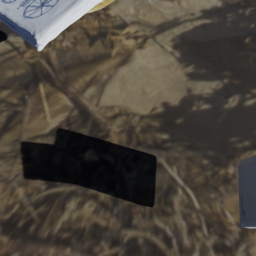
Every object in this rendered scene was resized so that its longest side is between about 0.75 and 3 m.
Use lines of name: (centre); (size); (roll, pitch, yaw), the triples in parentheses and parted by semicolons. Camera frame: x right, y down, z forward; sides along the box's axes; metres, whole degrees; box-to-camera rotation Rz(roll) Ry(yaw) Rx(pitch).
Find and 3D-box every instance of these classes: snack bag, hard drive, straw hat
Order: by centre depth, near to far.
snack bag: (-0.839, -2.099, 3.985); (2.172, 0.233, 2.048); (-44, 49, -10)
hard drive: (2.578, 1.006, 4.795); (0.269, 2.016, 1.330); (10, 69, -9)
straw hat: (-0.934, -3.340, 5.409); (2.134, 2.134, 0.903); (-17, 71, -6)
